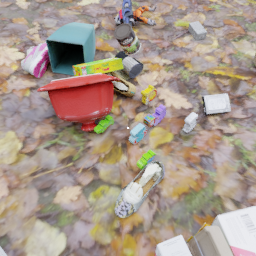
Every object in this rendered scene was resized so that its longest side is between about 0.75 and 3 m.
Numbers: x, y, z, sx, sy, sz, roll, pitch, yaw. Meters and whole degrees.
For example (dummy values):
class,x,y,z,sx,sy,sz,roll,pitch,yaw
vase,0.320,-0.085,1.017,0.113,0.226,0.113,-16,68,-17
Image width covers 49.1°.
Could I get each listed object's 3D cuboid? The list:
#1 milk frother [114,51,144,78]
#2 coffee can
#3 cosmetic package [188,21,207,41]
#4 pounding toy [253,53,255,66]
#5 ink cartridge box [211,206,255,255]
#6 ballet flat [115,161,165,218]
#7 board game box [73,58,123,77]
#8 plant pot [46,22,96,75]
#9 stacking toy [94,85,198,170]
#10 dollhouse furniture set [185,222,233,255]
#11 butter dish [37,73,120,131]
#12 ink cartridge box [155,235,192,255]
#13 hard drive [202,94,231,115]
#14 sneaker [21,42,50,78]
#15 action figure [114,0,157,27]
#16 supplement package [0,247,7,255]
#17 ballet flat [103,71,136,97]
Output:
class,x,y,z,sx,sy,sz,roll,pitch,yaw
milk frother,0.131,-2.847,11.400,1.031,1.142,1.074,-30,58,-27
coffee can,-0.006,-3.054,9.682,0.658,0.900,0.658,-10,64,21
cosmetic package,3.286,-4.605,13.268,0.518,0.437,0.970,-16,56,-8
pounding toy,6.070,-2.738,11.482,1.492,1.152,1.621,-4,56,6
ink cartridge box,3.425,2.825,6.970,2.162,0.895,1.584,-11,52,-8
ballet flat,0.345,1.646,8.057,0.742,0.742,2.062,33,59,24
board game box,-1.118,-2.265,10.461,1.676,0.399,0.851,-18,21,-24
plant pot,-2.161,-3.458,11.698,1.514,1.515,2.143,10,48,8
stacking toy,0.662,-0.094,9.542,2.932,0.689,2.211,-39,59,-24
dollhouse furniture set,2.457,3.517,6.267,1.056,1.367,2.735,-5,52,-21
butter dish,-1.434,-0.798,9.428,2.498,1.847,2.491,-8,8,2
ink cartridge box,1.218,3.445,6.310,0.661,1.151,1.585,-16,53,-13
hard drive,3.202,-0.866,10.132,0.979,0.185,0.684,-6,84,-13
sneaker,-3.683,-3.125,11.752,1.002,0.924,2.270,18,53,11
action figure,0.324,-5.151,13.577,2.041,1.104,2.110,2,76,11
supplement package,-4.419,2.529,6.032,2.621,2.741,2.016,35,59,24
ballet flat,-0.546,-1.801,10.791,1.895,0.651,0.597,27,12,19
